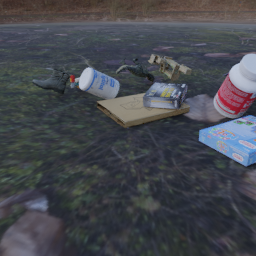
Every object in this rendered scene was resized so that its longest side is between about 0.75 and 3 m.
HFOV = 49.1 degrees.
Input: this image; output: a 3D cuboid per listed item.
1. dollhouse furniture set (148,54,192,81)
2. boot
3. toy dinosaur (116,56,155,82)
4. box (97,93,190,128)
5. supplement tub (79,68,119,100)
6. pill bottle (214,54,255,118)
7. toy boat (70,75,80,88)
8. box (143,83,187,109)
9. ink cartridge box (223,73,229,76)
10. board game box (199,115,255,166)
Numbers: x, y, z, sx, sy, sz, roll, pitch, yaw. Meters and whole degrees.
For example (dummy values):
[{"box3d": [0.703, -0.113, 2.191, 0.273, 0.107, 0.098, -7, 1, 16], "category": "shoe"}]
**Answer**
[{"box3d": [1.592, -2.295, 11.182, 1.176, 0.740, 1.330, -1, 33, -35], "category": "dollhouse furniture set"}, {"box3d": [-2.831, -1.822, 10.363, 1.276, 0.833, 0.432, 13, 15, -30], "category": "boot"}, {"box3d": [0.244, -2.445, 11.416, 2.380, 0.565, 1.049, 2, 49, -46], "category": "toy dinosaur"}, {"box3d": [0.455, -0.694, 9.176, 2.419, 0.257, 1.978, -14, 29, -27], "category": "box"}, {"box3d": [-0.995, -1.504, 9.669, 1.208, 0.797, 0.797, 18, 12, -35], "category": "supplement tub"}, {"box3d": [3.294, -1.191, 8.125, 1.037, 1.847, 1.037, 3, 57, -5], "category": "pill bottle"}, {"box3d": [-1.849, -1.693, 10.625, 0.848, 0.469, 1.009, -3, -1, 28], "category": "toy boat"}, {"box3d": [1.244, -1.089, 9.147, 1.157, 0.353, 1.461, 6, 28, 20], "category": "box"}, {"box3d": [4.673, -2.155, 10.227, 1.787, 0.425, 1.808, -20, 1, 44], "category": "ink cartridge box"}, {"box3d": [3.020, 0.231, 7.028, 1.953, 0.357, 1.478, -13, 28, -28], "category": "board game box"}]
